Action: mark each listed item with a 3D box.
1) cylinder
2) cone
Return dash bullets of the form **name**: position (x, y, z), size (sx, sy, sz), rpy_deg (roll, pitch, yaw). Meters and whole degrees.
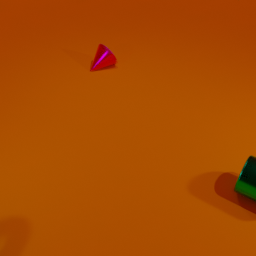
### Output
- **cylinder**: position (2.914, 1.172, 6.059), size (0.910, 0.910, 0.910), rpy_deg (25, 45, 27)
- **cone**: position (-1.141, -2.581, 11.080), size (1.036, 1.032, 1.032), rpy_deg (-47, 53, -10)
